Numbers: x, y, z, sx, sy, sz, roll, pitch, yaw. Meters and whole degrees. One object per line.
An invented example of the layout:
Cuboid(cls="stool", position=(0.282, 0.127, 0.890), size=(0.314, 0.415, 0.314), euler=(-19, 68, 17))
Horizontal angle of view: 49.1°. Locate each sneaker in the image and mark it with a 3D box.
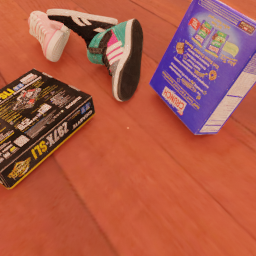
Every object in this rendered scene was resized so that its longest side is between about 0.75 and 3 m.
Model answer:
Cuboid(cls="sneaker", position=(-1.529, -3.130, 9.299), size=(2.308, 1.291, 0.843), euler=(4, 17, -14))
Cuboid(cls="sneaker", position=(-2.852, -3.183, 9.582), size=(1.412, 1.017, 2.702), euler=(15, 36, -11))
Cuboid(cls="sneaker", position=(-0.530, -2.036, 8.650), size=(1.636, 1.133, 2.710), euler=(-3, 67, 31))

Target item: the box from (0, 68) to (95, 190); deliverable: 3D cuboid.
Cuboid(cls="box", position=(-2.643, -0.202, 7.088), size=(2.345, 0.725, 2.937), euler=(25, 53, 26))

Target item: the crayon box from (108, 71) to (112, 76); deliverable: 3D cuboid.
Cuboid(cls="crayon box", position=(-0.163, -1.959, 9.180), size=(0.567, 0.227, 0.893), euler=(25, 53, 23))

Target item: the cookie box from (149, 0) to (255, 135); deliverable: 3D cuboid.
Cuboid(cls="cookie box", position=(1.988, -1.574, 7.034), size=(1.023, 2.722, 2.328), euler=(2, 39, -38))
